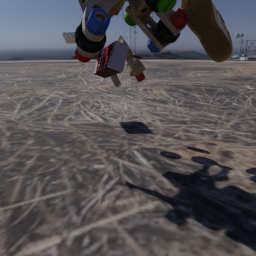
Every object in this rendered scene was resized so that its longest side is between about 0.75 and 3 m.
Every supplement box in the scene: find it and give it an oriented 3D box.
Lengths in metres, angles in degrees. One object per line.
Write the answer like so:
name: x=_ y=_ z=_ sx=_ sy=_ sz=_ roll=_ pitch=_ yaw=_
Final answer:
supplement box: x=-0.355 y=-1.331 z=5.555 sx=0.297 sy=0.531 sz=0.975 roll=14 pitch=-4 yaw=-24

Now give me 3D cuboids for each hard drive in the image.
hard drive: x=-1.760 y=-2.966 z=9.249 sx=0.662 sy=0.127 sz=1.004 roll=-3 pitch=5 yaw=-6

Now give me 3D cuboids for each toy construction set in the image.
toy construction set: x=-0.247 y=-2.518 z=6.012 sx=2.496 sy=2.300 sz=2.993 roll=-24 pitch=-14 yaw=-8

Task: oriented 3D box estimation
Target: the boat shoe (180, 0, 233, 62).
boat shoe: x=2.164 y=-2.808 z=7.649 sx=0.853 sy=2.313 sz=0.800 roll=-26 pitch=-7 yaw=30
